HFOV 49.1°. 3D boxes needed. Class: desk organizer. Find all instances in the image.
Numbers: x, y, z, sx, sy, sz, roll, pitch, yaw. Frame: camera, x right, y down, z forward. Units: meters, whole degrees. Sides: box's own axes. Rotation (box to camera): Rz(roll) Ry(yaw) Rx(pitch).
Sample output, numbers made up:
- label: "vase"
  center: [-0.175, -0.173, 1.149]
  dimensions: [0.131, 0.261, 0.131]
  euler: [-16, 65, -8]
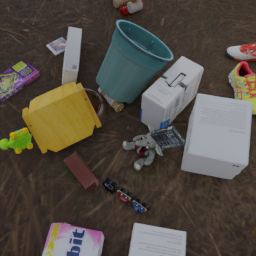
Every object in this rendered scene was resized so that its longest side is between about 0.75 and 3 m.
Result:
- label: "desk organizer"
  center: [-1.567, 1.484, 9.443]
  dimensions: [0.519, 0.483, 1.348]
  euler: [-36, 65, -17]

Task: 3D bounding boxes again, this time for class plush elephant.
- label: "plush elephant"
  center: [0.645, 0.587, 9.604]
  dimensions: [1.455, 1.126, 1.198]
  euler: [-17, 60, -10]

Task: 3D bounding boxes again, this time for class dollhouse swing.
- label: "dollhouse swing"
  center: [-2.466, -0.502, 10.537]
  dimensions: [2.271, 1.997, 2.064]
  euler: [-27, 101, -6]

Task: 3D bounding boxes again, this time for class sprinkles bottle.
- label: "sprinkles bottle"
  center: [-0.674, -1.193, 11.109]
  dimensions: [0.428, 0.428, 1.253]
  euler: [-32, 63, -18]

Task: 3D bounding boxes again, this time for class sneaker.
- label: "sneaker"
  center: [5.513, -3.469, 12.023]
  dimensions: [2.339, 1.254, 0.781]
  euler: [14, 59, 9]
- label: "sneaker"
  center: [4.699, -1.596, 10.981]
  dimensions: [0.935, 1.080, 2.391]
  euler: [-12, 61, -9]

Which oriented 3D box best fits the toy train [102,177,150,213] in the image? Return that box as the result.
- label: "toy train"
  center: [-0.093, 2.216, 9.091]
  dimensions: [1.790, 0.305, 0.410]
  euler: [30, 66, 18]

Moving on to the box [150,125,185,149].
- label: "box"
  center: [1.176, 0.293, 8.336]
  dimensions: [0.663, 0.840, 0.214]
  euler: [50, 49, -22]

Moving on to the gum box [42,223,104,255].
- label: "gum box"
  center: [-1.629, 3.993, 7.653]
  dimensions: [1.498, 0.873, 2.639]
  euler: [8, 59, 5]

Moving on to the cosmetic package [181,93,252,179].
- label: "cosmetic package"
  center: [2.871, 0.313, 9.233]
  dimensions: [1.781, 1.792, 2.142]
  euler: [11, 66, 8]

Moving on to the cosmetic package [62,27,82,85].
- label: "cosmetic package"
  center: [-2.370, -3.022, 11.837]
  dimensions: [0.629, 1.025, 2.484]
  euler: [5, 57, -12]

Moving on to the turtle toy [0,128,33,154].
- label: "turtle toy"
  center: [-3.658, 0.416, 9.169]
  dimensions: [1.044, 0.761, 0.528]
  euler: [-25, 29, -34]

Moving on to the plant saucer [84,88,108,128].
- label: "plant saucer"
  center: [-1.864, -0.803, 10.936]
  dimensions: [2.116, 0.339, 2.116]
  euler: [0, 58, 1]

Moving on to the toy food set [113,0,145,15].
- label: "toy food set"
  center: [0.185, -6.444, 13.643]
  dimensions: [1.335, 1.417, 2.968]
  euler: [-27, 32, -15]

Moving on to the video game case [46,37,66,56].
- label: "video game case"
  center: [-3.180, -3.768, 12.891]
  dimensions: [0.872, 0.100, 0.795]
  euler: [-36, 65, -20]

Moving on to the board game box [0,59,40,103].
- label: "board game box"
  center: [-4.829, -2.021, 11.725]
  dimensions: [1.178, 0.317, 1.963]
  euler: [36, 65, 24]

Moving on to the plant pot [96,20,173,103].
- label: "plant pot"
  center: [0.072, -2.304, 10.383]
  dimensions: [2.346, 2.298, 2.346]
  euler: [24, 33, -17]

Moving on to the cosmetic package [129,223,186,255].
- label: "cosmetic package"
  center: [0.705, 3.679, 7.521]
  dimensions: [1.442, 1.433, 1.723]
  euler: [9, 58, 6]

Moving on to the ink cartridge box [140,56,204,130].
- label: "ink cartridge box"
  center: [1.592, -1.202, 10.337]
  dimensions: [1.008, 1.745, 2.391]
  euler: [35, 64, 20]
